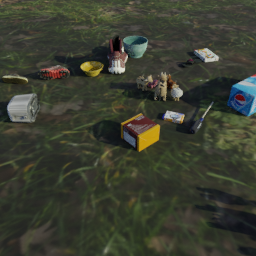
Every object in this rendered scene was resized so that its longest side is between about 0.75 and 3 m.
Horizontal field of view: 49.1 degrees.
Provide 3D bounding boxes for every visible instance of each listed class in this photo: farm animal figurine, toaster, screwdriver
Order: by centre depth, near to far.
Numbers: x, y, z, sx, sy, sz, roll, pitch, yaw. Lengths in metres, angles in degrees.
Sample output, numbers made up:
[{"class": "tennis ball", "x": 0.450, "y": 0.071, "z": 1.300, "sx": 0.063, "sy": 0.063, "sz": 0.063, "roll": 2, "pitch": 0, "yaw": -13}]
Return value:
[{"class": "screwdriver", "x": 2.864, "y": -0.420, "z": 10.521, "sx": 0.318, "sy": 0.305, "sz": 2.187, "roll": 46, "pitch": 50, "yaw": 5}, {"class": "toaster", "x": -3.920, "y": -0.782, "z": 10.567, "sx": 0.902, "sy": 0.794, "sz": 1.397, "roll": -2, "pitch": 39, "yaw": 1}, {"class": "farm animal figurine", "x": 1.285, "y": -1.850, "z": 11.806, "sx": 1.756, "sy": 0.916, "sz": 1.737, "roll": -4, "pitch": 38, "yaw": -5}]

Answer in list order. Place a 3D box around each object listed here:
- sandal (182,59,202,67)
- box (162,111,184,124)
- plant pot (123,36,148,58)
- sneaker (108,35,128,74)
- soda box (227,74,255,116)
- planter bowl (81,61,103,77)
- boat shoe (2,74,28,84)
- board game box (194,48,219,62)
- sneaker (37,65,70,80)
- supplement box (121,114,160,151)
[{"class": "sandal", "x": 3.241, "y": -3.382, "z": 14.257, "sx": 1.204, "sy": 0.288, "sz": 0.452, "roll": -23, "pitch": 44, "yaw": -26}, {"class": "box", "x": 1.705, "y": -0.419, "z": 10.615, "sx": 0.770, "sy": 0.160, "sz": 0.458, "roll": 14, "pitch": 41, "yaw": 14}, {"class": "plant pot", "x": 0.396, "y": -4.264, "z": 14.921, "sx": 1.275, "sy": 0.854, "sz": 1.275, "roll": 0, "pitch": 39, "yaw": 0}, {"class": "sneaker", "x": -0.508, "y": -3.965, "z": 13.942, "sx": 1.038, "sy": 1.585, "sz": 2.744, "roll": -3, "pitch": 38, "yaw": -3}, {"class": "soda box", "x": 5.450, "y": -1.582, "z": 11.440, "sx": 2.981, "sy": 0.957, "sz": 1.011, "roll": -25, "pitch": 45, "yaw": -29}, {"class": "planter bowl", "x": -1.702, "y": -2.745, "z": 13.328, "sx": 1.067, "sy": 0.444, "sz": 1.067, "roll": 0, "pitch": 38, "yaw": 0}, {"class": "boat shoe", "x": -5.092, "y": -2.264, "z": 12.674, "sx": 1.200, "sy": 0.429, "sz": 0.394, "roll": 4, "pitch": 55, "yaw": 7}, {"class": "board game box", "x": 4.161, "y": -3.893, "z": 14.961, "sx": 0.777, "sy": 0.213, "sz": 1.230, "roll": -10, "pitch": 40, "yaw": -14}, {"class": "sneaker", "x": -3.475, "y": -2.622, "z": 13.118, "sx": 1.447, "sy": 0.511, "sz": 0.707, "roll": -4, "pitch": 39, "yaw": -9}, {"class": "supplement box", "x": 0.410, "y": 0.128, "z": 9.534, "sx": 0.938, "sy": 0.631, "sz": 0.951, "roll": -28, "pitch": 46, "yaw": -31}]
